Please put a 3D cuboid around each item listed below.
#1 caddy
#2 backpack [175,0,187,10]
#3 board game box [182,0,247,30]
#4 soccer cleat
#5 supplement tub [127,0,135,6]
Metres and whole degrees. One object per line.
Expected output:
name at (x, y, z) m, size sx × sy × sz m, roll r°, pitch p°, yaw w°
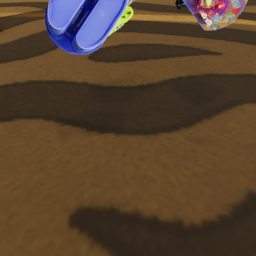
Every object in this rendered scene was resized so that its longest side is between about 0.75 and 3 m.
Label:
caddy at (-0.963, -2.788, 6.547) m, size 1.548 × 2.190 × 1.150 m, roll 34°, pitch 2°, yaw -20°
backpack at (2.284, -4.381, 8.022) m, size 1.270 × 1.728 × 1.582 m, roll 6°, pitch -8°, yaw -30°
board game box at (1.681, -2.718, 5.651) m, size 1.420 × 1.122 × 0.276 m, roll 53°, pitch 37°, yaw -2°
soccer cleat at (-0.533, -3.218, 8.831) m, size 1.650 × 0.557 × 0.669 m, roll -36°, pitch 3°, yaw -5°
supplement tub at (-0.090, -4.321, 8.007) m, size 1.394 × 1.394 × 2.276 m, roll 23°, pitch 53°, yaw 29°
